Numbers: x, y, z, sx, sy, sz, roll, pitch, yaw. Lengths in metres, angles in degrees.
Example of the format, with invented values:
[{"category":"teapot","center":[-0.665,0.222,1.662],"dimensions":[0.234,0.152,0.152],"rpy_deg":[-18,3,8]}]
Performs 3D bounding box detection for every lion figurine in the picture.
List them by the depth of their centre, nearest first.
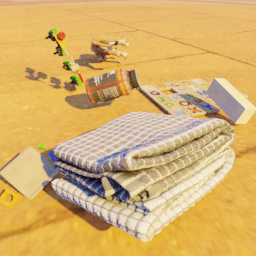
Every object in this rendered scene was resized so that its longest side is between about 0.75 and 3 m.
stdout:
[{"category":"lion figurine","center":[-0.912,-3.354,11.327],"dimensions":[1.741,1.030,2.842],"rpy_deg":[15,5,5]}]

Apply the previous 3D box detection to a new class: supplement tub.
[{"category":"supplement tub","center":[-0.392,-1.170,7.659],"dimensions":[1.424,0.762,0.762],"rpy_deg":[-14,28,12]}]

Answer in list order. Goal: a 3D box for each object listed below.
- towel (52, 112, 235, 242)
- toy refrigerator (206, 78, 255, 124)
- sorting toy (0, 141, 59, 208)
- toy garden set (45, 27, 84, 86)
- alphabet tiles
[{"category":"towel","center":[0.254,0.445,4.798],"dimensions":[2.649,1.134,2.193],"rpy_deg":[-20,21,-40]},{"category":"toy refrigerator","center":[2.734,-0.740,7.485],"dimensions":[0.475,0.516,1.359],"rpy_deg":[-1,42,-29]},{"category":"sorting toy","center":[-1.841,0.848,5.263],"dimensions":[0.811,0.196,1.441],"rpy_deg":[37,59,9]},{"category":"toy garden set","center":[-1.990,-2.132,8.762],"dimensions":[0.383,1.919,1.600],"rpy_deg":[-30,22,-15]},{"category":"alphabet tiles","center":[2.191,-1.072,9.021],"dimensions":[2.967,0.112,2.480],"rpy_deg":[-11,31,-19]}]
